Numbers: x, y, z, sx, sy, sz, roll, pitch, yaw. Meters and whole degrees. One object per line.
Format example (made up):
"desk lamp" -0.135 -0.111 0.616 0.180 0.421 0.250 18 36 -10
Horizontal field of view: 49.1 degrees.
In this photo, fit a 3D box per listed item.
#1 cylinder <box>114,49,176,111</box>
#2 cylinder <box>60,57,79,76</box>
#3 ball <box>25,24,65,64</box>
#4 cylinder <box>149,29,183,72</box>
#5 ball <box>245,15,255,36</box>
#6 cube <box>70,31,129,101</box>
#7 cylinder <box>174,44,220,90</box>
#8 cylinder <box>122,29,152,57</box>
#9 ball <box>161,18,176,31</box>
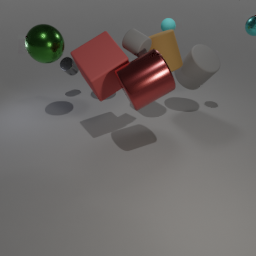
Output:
"cylinder" 0.511 -1.457 8.558 1.400 1.400 1.400 -29 34 1
"cylinder" -2.831 -2.988 13.589 0.700 0.700 0.700 11 -6 18
"ball" -3.056 -3.094 10.338 1.400 1.400 1.400 0 31 0
"cylinder" 1.266 -2.889 10.837 1.400 1.400 1.400 -18 20 7
"ball" 4.582 -3.671 10.061 0.700 0.700 0.700 0 31 0
"cube" -0.833 -2.038 9.418 1.400 1.400 1.400 -33 68 -5
"cylinder" 2.923 -2.563 11.915 1.400 1.400 1.400 10 62 -20
"cylinder" 0.289 -2.741 9.074 0.700 0.700 0.700 38 44 19
"ball" 1.926 -4.892 13.427 0.700 0.700 0.700 0 31 0
